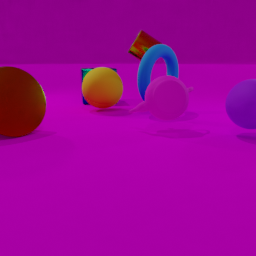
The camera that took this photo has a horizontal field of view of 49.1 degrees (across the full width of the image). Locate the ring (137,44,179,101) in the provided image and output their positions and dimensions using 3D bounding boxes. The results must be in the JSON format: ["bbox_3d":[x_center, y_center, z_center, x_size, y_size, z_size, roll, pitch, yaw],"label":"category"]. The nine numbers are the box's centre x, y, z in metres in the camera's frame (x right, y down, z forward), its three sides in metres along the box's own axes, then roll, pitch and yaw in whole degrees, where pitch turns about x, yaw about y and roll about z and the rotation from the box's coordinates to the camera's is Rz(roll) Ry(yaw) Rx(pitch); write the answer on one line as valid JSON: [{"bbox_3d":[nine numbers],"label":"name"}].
[{"bbox_3d":[0.977,-1.611,8.760,0.389,1.947,1.947,16,21,38],"label":"ring"}]

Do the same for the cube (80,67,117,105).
[{"bbox_3d":[-1.191,-1.724,11.265,1.348,1.348,1.348,-3,14,-11],"label":"cube"}]

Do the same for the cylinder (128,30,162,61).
[{"bbox_3d":[0.616,-2.857,10.040,0.932,0.932,0.932,31,11,-9],"label":"cylinder"}]

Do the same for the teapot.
[{"bbox_3d":[0.838,-0.680,6.775,1.719,1.069,0.842,-21,3,-11],"label":"teapot"}]

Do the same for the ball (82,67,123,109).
[{"bbox_3d":[-0.848,-1.332,9.359,1.370,1.370,1.370,0,14,0],"label":"ball"}]

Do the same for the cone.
[{"bbox_3d":[-3.115,-0.520,6.821,1.606,1.600,1.600,-7,5,44],"label":"cone"}]

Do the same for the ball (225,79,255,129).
[{"bbox_3d":[2.752,-0.526,6.227,1.111,1.111,1.111,0,14,0],"label":"ball"}]
